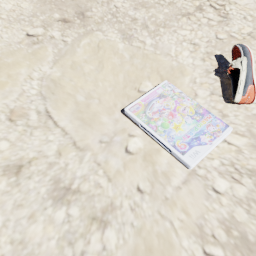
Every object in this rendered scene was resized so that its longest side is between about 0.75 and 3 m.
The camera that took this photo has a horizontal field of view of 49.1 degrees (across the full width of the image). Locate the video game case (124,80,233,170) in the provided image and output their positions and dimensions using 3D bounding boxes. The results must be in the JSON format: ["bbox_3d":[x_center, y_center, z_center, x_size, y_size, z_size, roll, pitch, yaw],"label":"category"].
[{"bbox_3d":[1.293,-0.202,7.384,1.680,0.211,2.347,-36,62,-25],"label":"video game case"}]

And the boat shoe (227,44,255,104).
[{"bbox_3d":[3.234,-1.618,8.125,0.649,0.738,2.074,2,65,-4],"label":"boat shoe"}]
